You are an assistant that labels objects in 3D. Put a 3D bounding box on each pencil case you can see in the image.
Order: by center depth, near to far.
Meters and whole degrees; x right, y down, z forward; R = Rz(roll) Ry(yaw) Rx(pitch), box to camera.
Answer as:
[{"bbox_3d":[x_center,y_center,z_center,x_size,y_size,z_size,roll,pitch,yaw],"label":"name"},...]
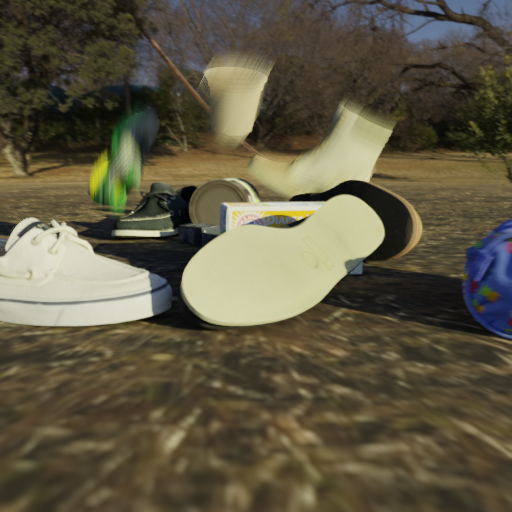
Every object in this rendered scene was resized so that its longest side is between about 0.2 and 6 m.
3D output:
[{"bbox_3d":[2.768,0.099,5.777,1.068,0.959,2.459,28,21,22],"label":"pencil case"}]

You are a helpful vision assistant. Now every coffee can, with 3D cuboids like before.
[{"bbox_3d":[-0.610,-1.034,11.861,1.226,1.226,1.675,1,10,9],"label":"coffee can"}]

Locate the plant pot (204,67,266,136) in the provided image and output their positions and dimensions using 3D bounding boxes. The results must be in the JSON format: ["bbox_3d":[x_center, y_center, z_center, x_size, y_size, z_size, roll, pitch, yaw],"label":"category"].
[{"bbox_3d":[-0.325,-2.193,8.038,0.878,0.803,0.878,4,32,-3],"label":"plant pot"}]

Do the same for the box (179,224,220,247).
[{"bbox_3d":[-1.061,-0.402,10.704,0.709,0.370,0.525,9,13,44],"label":"box"}]

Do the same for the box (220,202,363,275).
[{"bbox_3d":[0.462,-0.265,8.010,1.908,0.967,1.073,-1,8,-7],"label":"box"}]

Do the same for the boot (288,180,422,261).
[{"bbox_3d":[1.824,-0.578,9.638,1.306,1.274,3.461,8,3,-25],"label":"boot"}]

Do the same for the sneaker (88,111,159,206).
[{"bbox_3d":[-2.082,-1.597,9.438,0.756,1.775,0.692,23,-5,38],"label":"sneaker"}]

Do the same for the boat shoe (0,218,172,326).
[{"bbox_3d":[-2.206,0.109,5.737,2.800,0.978,0.993,3,10,17],"label":"boat shoe"}]

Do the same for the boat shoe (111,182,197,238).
[{"bbox_3d":[-2.043,-1.062,12.338,1.276,1.132,3.415,4,10,24],"label":"boat shoe"}]

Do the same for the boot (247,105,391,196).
[{"bbox_3d":[1.325,-2.242,11.946,2.658,2.056,0.958,19,20,-4],"label":"boot"}]

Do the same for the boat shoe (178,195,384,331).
[{"bbox_3d":[0.282,0.153,6.006,2.884,1.055,0.904,-25,-15,-44],"label":"boat shoe"}]
